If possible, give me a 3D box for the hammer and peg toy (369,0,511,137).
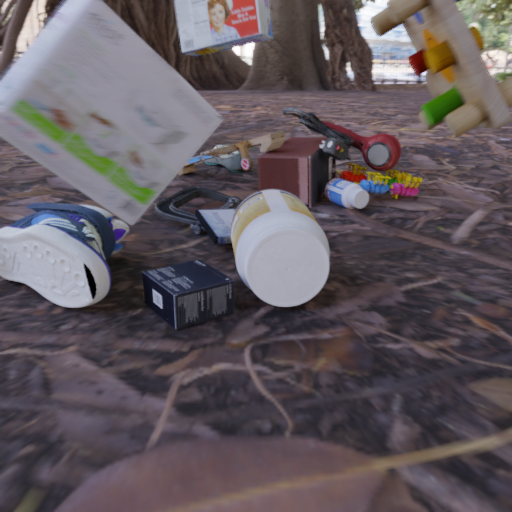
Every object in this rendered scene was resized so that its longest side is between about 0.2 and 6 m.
[{"bbox_3d":[2.367,-2.745,7.523,1.042,2.174,2.956,-30,12,11],"label":"hammer and peg toy"}]

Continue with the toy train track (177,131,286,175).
[{"bbox_3d":[-0.819,-2.501,14.792,2.444,0.693,4.261,-23,13,-39],"label":"toy train track"}]

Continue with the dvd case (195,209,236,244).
[{"bbox_3d":[-0.074,-0.621,10.896,1.962,0.172,1.400,-4,27,-21],"label":"dvd case"}]

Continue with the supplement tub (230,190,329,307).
[{"bbox_3d":[0.330,-0.149,8.358,1.352,1.352,1.872,-2,21,-5],"label":"supplement tub"}]

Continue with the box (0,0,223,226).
[{"bbox_3d":[-2.038,-1.963,7.670,2.358,2.081,1.140,37,6,-38],"label":"box"}]

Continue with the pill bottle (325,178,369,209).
[{"bbox_3d":[2.084,-1.402,12.811,0.580,0.580,1.033,-11,24,-26],"label":"pill bottle"}]

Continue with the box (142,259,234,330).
[{"bbox_3d":[-0.946,0.506,7.765,0.917,0.524,1.008,-14,24,-32],"label":"box"}]

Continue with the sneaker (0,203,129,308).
[{"bbox_3d":[-2.625,-0.217,8.771,2.870,1.156,2.101,10,26,38],"label":"sneaker"}]

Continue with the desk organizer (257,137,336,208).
[{"bbox_3d":[1.127,-2.255,14.264,1.278,1.190,3.319,4,21,17],"label":"desk organizer"}]

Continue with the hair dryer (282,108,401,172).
[{"bbox_3d":[2.563,-3.066,14.286,3.422,0.930,2.606,10,32,-36],"label":"hair dryer"}]

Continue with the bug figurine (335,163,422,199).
[{"bbox_3d":[3.041,-1.826,13.927,1.813,0.602,2.338,3,16,-8],"label":"bug figurine"}]

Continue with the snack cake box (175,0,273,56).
[{"bbox_3d":[-0.624,-4.518,10.687,1.746,1.004,0.587,-2,9,26],"label":"snack cake box"}]

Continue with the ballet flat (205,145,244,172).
[{"bbox_3d":[-0.956,-3.053,17.055,0.714,0.674,2.118,-18,27,-29],"label":"ballet flat"}]

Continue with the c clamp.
[{"bbox_3d":[-1.026,-0.953,11.933,2.037,0.323,2.384,12,25,11],"label":"c clamp"}]
